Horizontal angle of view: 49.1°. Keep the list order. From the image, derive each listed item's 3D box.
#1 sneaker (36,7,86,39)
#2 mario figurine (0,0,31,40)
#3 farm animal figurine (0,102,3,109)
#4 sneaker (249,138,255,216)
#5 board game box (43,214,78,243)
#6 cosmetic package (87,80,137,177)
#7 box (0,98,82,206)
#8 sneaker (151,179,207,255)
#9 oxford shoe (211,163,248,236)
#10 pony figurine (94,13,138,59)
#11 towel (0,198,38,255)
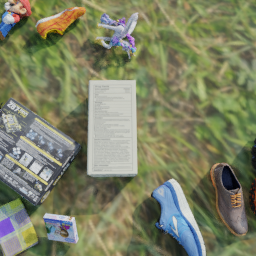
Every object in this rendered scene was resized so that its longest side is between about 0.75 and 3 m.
[{"bbox_3d":[-2.122,-3.434,9.139,1.708,0.623,0.659,-28,104,-6],"label":"sneaker"},{"bbox_3d":[-3.844,-3.674,8.979,0.997,0.856,1.616,34,81,8],"label":"mario figurine"},{"bbox_3d":[-4.783,-1.197,8.190,2.431,1.281,2.458,38,63,-9],"label":"farm animal figurine"},{"bbox_3d":[4.183,1.137,7.865,1.117,1.073,2.848,9,86,-5],"label":"sneaker"},{"bbox_3d":[-1.783,2.685,7.472,0.823,0.169,0.821,3,118,12],"label":"board game box"},{"bbox_3d":[-0.432,0.036,8.048,1.379,0.974,2.665,0,76,0],"label":"cosmetic package"},{"bbox_3d":[-2.962,0.640,8.084,2.562,0.629,2.065,33,80,7],"label":"box"},{"bbox_3d":[1.320,2.656,7.564,1.060,0.934,2.377,-24,70,2],"label":"sneaker"},{"bbox_3d":[2.826,1.960,7.714,0.725,0.742,2.034,-16,77,-4],"label":"oxford shoe"},{"bbox_3d":[-0.249,-3.029,8.816,1.426,1.187,1.376,20,110,1],"label":"pony figurine"},{"bbox_3d":[-3.204,2.801,7.821,1.022,0.162,1.424,-25,78,-5],"label":"towel"}]
